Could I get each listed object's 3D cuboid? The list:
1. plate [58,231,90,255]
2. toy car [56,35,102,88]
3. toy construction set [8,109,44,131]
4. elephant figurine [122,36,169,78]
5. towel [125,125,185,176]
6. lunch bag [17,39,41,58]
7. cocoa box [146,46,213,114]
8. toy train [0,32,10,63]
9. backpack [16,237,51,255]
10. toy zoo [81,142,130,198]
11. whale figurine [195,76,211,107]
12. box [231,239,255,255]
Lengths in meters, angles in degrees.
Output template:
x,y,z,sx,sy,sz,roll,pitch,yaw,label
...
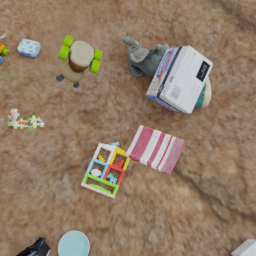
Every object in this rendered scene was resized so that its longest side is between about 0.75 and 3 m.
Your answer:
x,y,z,sx,sy,sz,roll,pitch,yaw,label
-1.798,3.984,9.345,1.050,0.134,1.050,0,69,1,plate
-1.371,-1.557,7.250,0.990,1.205,0.951,21,43,-18,toy car
-3.182,-0.189,8.501,0.716,1.092,0.503,-12,67,32,toy construction set
0.566,-2.817,11.471,2.071,1.466,1.607,9,28,11,elephant figurine
0.751,0.591,8.094,1.514,0.172,1.091,21,77,26,towel
-4.268,-3.440,12.096,0.873,0.360,0.702,13,68,5,lunch bag
1.882,-1.783,10.412,1.376,1.354,2.063,26,87,-30,cocoa box
-5.413,-3.472,12.026,0.829,0.607,1.433,38,73,3,toy train
-3.057,4.172,8.794,1.180,1.239,0.954,-28,84,-7,backpack
-0.729,1.411,10.298,1.305,0.203,1.989,20,71,8,toy zoo
2.764,-1.592,10.928,0.816,1.251,1.572,2,90,2,whale figurine
3.989,4.145,8.845,0.809,0.944,0.939,-35,72,-9,box
